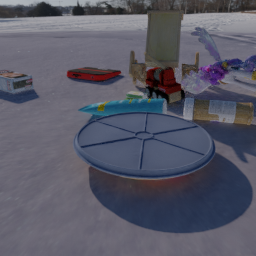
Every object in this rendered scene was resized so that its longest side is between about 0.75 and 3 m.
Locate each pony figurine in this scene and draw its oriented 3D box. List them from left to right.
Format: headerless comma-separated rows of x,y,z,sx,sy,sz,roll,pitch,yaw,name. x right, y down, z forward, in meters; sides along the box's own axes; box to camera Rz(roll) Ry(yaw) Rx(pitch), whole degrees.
3.386,-2.091,10.187,2.830,2.357,2.732,17,-4,41,pony figurine

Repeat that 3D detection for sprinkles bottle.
2.453,-0.468,7.693,1.789,0.610,0.610,6,23,14,sprinkles bottle

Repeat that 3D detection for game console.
-1.625,-2.569,13.223,2.099,0.326,1.856,12,22,26,game console

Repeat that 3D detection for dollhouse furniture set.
1.343,-2.763,10.302,2.543,1.801,2.768,4,-7,10,dollhouse furniture set

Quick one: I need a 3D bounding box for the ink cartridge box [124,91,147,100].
0.214,-1.067,9.693,0.634,0.209,0.872,11,23,25,ink cartridge box

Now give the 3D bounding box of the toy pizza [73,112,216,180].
0.325,0.346,5.959,2.935,0.465,2.935,1,24,0,toy pizza

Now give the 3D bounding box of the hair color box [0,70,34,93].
-4.743,-1.875,11.124,1.887,0.572,0.934,16,27,32,hair color box

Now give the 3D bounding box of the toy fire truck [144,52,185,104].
1.009,-1.754,9.246,1.115,1.734,1.526,-17,27,-15,toy fire truck

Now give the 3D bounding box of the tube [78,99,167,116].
-0.139,-0.550,8.079,2.455,0.619,0.950,3,11,17,tube
